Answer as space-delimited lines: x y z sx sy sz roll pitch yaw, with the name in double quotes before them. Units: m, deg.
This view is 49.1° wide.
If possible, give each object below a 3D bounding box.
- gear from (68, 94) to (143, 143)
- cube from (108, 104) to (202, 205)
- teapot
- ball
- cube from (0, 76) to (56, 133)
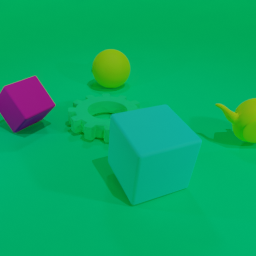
"gear" -0.520 -0.311 7.061 1.906 0.353 1.906 3 31 -2
"cube" 0.393 0.424 4.920 1.143 1.143 1.143 -12 40 -22
"teapot" 2.699 -0.219 6.053 1.655 1.029 0.810 9 45 -9
"ball" -0.544 -1.921 9.109 1.234 1.234 1.234 0 30 0
"cube" -2.462 -0.563 6.688 0.878 0.878 0.878 -32 2 45
